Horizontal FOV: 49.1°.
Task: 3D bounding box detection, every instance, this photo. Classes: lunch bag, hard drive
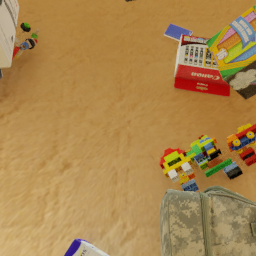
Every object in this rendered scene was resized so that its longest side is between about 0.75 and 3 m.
[{"bbox_3d":[1.870,2.384,6.457,2.179,2.598,1.810,1,68,4],"label":"lunch bag"},{"bbox_3d":[1.912,-3.600,10.656,0.919,0.117,0.607,25,67,12],"label":"hard drive"}]

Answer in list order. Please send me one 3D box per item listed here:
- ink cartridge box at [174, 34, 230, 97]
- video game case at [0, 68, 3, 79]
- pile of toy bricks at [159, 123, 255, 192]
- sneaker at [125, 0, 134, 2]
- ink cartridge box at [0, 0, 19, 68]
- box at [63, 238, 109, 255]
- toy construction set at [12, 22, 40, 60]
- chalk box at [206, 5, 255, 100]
[{"bbox_3d":[2.666,-2.125,9.543,2.005,0.841,1.760,9,65,4],"label":"ink cartridge box"},{"bbox_3d":[-5.040,-2.271,9.289,2.090,0.278,2.926,-33,64,25],"label":"video game case"},{"bbox_3d":[2.301,0.709,8.092,2.749,1.525,1.357,-29,38,4],"label":"pile of toy bricks"},{"bbox_3d":[-0.044,-4.590,8.139,0.975,1.966,0.695,-17,40,15],"label":"sneaker"},{"bbox_3d":[-3.179,-2.671,6.084,0.967,1.680,2.301,-7,57,-4],"label":"ink cartridge box"},{"bbox_3d":[-0.765,3.328,6.649,1.438,1.322,0.754,26,69,12],"label":"box"},{"bbox_3d":[-4.193,-2.823,9.734,1.634,1.506,1.960,27,36,-35],"label":"toy construction set"},{"bbox_3d":[3.498,-2.096,7.016,2.379,1.485,1.475,-33,53,31],"label":"chalk box"}]
